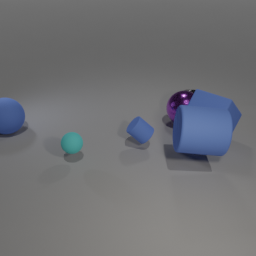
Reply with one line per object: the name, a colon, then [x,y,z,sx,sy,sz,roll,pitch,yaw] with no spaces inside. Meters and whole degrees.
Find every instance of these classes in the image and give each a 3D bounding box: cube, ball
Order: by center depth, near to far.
ball: [-1.791,0.478,8.950,0.700,0.700,0.700,0,29,0]
cube: [2.945,-0.335,9.988,1.400,1.400,1.400,27,-2,39]
ball: [-4.703,-0.461,10.776,1.400,1.400,1.400,0,29,0]
ball: [2.243,-0.799,11.234,1.400,1.400,1.400,0,29,0]

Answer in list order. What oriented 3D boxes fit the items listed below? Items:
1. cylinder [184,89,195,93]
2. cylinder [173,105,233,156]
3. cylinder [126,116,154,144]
cylinder: [2.908,-1.458,13.117,0.700,0.700,0.700,-4,9,-7]
cylinder: [2.141,0.075,8.269,1.400,1.400,1.400,5,29,-1]
cylinder: [0.424,0.073,9.718,0.700,0.700,0.700,39,23,-18]
